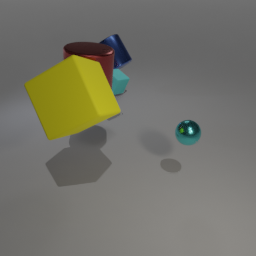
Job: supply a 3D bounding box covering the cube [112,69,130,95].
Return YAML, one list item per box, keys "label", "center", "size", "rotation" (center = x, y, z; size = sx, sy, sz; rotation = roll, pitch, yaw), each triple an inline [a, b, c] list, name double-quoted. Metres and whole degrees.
- label: "cube"
  center: [-0.504, -1.781, 10.808]
  size: [0.700, 0.700, 0.700]
  rotation: [43, 37, 22]

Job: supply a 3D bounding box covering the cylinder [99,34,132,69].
- label: "cylinder"
  center: [-0.725, -3.461, 13.253]
  size: [1.400, 1.400, 1.400]
  rotation: [-30, 7, 4]

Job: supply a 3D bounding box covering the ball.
- label: "ball"
  center: [1.628, 0.127, 7.593]
  size: [0.700, 0.700, 0.700]
  rotation: [0, 29, 0]

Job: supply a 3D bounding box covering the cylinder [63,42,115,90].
- label: "cylinder"
  center: [-1.125, -1.587, 7.987]
  size: [1.400, 1.400, 1.400]
  rotation: [5, 30, -3]

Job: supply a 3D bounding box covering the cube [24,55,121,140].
- label: "cube"
  center: [-1.239, -0.689, 6.588]
  size: [1.400, 1.400, 1.400]
  rotation: [-24, -1, 18]
